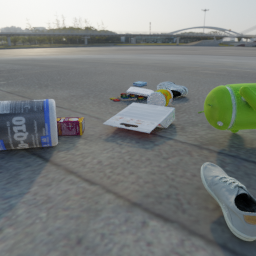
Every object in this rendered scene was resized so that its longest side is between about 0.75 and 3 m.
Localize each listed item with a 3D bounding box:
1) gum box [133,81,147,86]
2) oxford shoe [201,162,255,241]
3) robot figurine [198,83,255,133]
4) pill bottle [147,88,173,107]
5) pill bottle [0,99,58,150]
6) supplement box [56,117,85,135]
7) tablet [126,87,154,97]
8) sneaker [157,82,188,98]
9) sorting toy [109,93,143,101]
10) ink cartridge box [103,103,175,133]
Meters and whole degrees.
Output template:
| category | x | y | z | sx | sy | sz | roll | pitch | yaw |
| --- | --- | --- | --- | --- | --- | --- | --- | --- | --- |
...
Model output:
| category | x | y | z | sx | sy | sz | roll | pitch | yaw |
| --- | --- | --- | --- | --- | --- | --- | --- | --- | --- |
| gum box | 0.900 | -3.320 | 20.978 | 0.705 | 0.185 | 0.830 | 14 | 23 | 35 |
| oxford shoe | 2.232 | 1.372 | 6.074 | 0.834 | 0.641 | 2.218 | 7 | 27 | -10 |
| robot figurine | 4.057 | -0.758 | 10.053 | 2.843 | 1.645 | 2.495 | -3 | -14 | -3 |
| pill bottle | 1.732 | -1.516 | 14.495 | 0.964 | 0.964 | 1.736 | 9 | 20 | 24 |
| pill bottle | -3.863 | -0.101 | 9.342 | 2.872 | 1.634 | 1.634 | -4 | 19 | -14 |
| supplement box | -2.271 | -0.075 | 10.925 | 1.084 | 0.559 | 0.709 | -1 | 19 | -2 |
| tablet | 0.805 | -2.274 | 17.394 | 1.589 | 0.167 | 2.443 | 11 | 16 | 4 |
| sneaker | 2.509 | -2.357 | 17.211 | 2.116 | 0.798 | 1.217 | 16 | 23 | 34 |
| sorting toy | -0.108 | -1.883 | 16.572 | 1.926 | 0.326 | 0.928 | -7 | 20 | -18 |
| ink cartridge box | 0.535 | -0.275 | 11.664 | 2.110 | 0.657 | 2.622 | 10 | 30 | 27 |
